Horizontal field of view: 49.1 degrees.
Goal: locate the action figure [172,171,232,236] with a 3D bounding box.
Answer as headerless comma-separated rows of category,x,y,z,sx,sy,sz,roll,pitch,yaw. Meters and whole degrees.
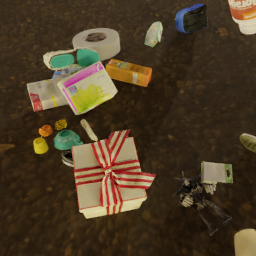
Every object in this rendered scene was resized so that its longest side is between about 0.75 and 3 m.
action figure,2.378,2.307,9.300,1.327,1.139,2.233,-35,64,-9

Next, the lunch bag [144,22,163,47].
lunch bag,1.314,-4.601,13.739,0.630,1.033,0.880,18,75,-18

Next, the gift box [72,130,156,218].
gift box,-0.486,1.500,8.972,2.406,2.247,2.220,-14,67,-9

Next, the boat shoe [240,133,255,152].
boat shoe,5.063,0.632,10.785,1.521,0.568,0.520,33,57,11

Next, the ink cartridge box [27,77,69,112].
ink cartridge box,-3.388,-1.452,11.990,1.536,0.641,1.115,-15,59,-18

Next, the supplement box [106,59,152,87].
supplement box,0.015,-2.523,12.745,2.010,0.691,0.669,14,45,12

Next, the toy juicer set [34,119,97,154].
toy juicer set,-2.387,0.291,11.012,2.418,0.658,1.538,-7,38,-2

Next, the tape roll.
tape roll,-1.493,-4.010,13.410,2.205,0.728,2.205,-4,42,4

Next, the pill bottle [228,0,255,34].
pill bottle,5.001,-5.364,11.601,1.549,2.761,1.549,-19,47,21

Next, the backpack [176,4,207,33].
backpack,3.201,-5.636,14.593,1.517,1.233,1.273,-29,33,-17

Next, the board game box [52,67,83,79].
board game box,-2.762,-2.704,13.115,1.230,0.298,1.626,5,58,6

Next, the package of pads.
package of pads,-1.638,-1.642,11.729,2.079,0.709,1.607,-34,98,-23

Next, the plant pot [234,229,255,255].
plant pot,3.757,3.819,8.294,1.334,1.334,1.424,-6,44,-4

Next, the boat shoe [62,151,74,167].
boat shoe,-1.720,1.199,10.373,1.554,0.531,0.574,19,58,12

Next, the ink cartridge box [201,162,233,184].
ink cartridge box,3.233,1.658,10.235,1.053,0.252,0.766,6,56,4

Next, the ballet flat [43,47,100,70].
ballet flat,-2.409,-3.011,11.889,2.564,0.920,0.920,-15,53,-41
